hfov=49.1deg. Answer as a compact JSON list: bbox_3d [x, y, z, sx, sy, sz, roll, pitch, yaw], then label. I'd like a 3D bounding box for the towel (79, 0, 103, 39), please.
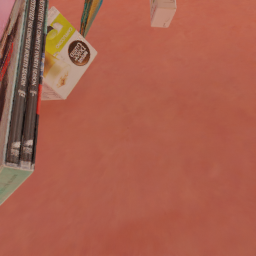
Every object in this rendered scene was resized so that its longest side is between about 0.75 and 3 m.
[{"bbox_3d":[-0.936,-3.988,8.313,0.306,2.823,2.070,24,71,-10],"label":"towel"}]

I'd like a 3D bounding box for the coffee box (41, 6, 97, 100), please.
[{"bbox_3d":[-1.784,-1.532,6.163,1.366,1.351,1.364,5,59,51],"label":"coffee box"}]

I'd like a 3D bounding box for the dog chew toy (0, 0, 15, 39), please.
[{"bbox_3d":[-2.531,-0.976,4.229,1.796,2.884,1.796,15,33,-10],"label":"dog chew toy"}]

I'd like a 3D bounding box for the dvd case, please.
[{"bbox_3d":[-1.119,-0.342,2.603,0.229,1.519,2.080,15,56,-31],"label":"dvd case"}]

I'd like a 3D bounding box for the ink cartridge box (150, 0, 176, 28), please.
[{"bbox_3d":[1.105,-4.250,9.178,0.633,1.091,1.507,-1,79,-6],"label":"ink cartridge box"}]
